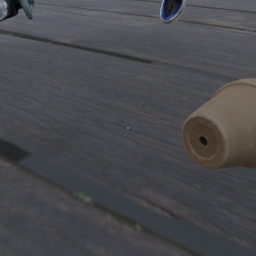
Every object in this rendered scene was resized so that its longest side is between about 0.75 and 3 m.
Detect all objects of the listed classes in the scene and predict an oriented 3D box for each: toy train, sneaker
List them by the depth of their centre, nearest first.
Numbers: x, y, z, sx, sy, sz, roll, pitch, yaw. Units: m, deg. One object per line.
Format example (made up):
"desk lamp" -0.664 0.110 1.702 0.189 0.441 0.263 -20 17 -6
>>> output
"toy train" -2.397 -2.659 4.885 1.152 1.541 2.703 -23 35 -3
"sneaker" 1.186 -3.068 6.125 0.620 1.648 0.726 22 25 4

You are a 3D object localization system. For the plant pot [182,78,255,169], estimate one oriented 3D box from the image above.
"plant pot" 1.565 0.055 4.274 1.286 1.475 1.475 -18 38 -33
